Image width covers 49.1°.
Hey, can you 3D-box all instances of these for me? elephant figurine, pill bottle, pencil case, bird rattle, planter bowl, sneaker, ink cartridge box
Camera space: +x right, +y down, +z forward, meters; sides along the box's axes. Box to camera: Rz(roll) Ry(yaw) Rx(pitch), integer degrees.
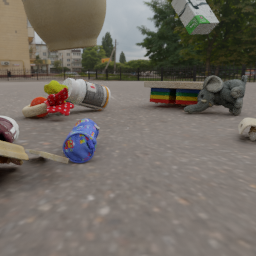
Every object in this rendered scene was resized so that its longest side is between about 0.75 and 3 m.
[{"bbox_3d":[3.539,-1.355,11.344,2.151,1.522,1.669,10,20,24],"label":"elephant figurine"},{"bbox_3d":[-1.776,-1.436,11.888,1.924,1.119,1.119,12,1,-42],"label":"pill bottle"},{"bbox_3d":[-0.935,0.223,5.916,0.670,0.602,1.542,-22,13,2],"label":"pencil case"},{"bbox_3d":[-2.980,-0.802,10.532,1.941,1.341,2.381,-20,25,-2],"label":"bird rattle"},{"bbox_3d":[-1.724,-3.116,8.154,2.419,1.628,2.419,-6,15,2],"label":"planter bowl"},{"bbox_3d":[-3.519,0.154,5.617,2.449,0.927,1.415,-3,15,-18],"label":"sneaker"},{"bbox_3d":[2.461,-4.263,10.350,1.128,1.539,0.639,-17,-17,-34],"label":"ink cartridge box"}]

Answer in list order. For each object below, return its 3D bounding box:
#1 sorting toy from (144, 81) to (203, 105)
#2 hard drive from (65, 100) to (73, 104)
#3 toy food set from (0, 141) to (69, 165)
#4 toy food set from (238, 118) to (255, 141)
[{"bbox_3d":[2.776,-1.642,13.640,2.969,1.039,2.987,8,9,35],"label":"sorting toy"},{"bbox_3d":[-3.011,-1.379,14.782,0.678,0.213,1.004,6,13,28],"label":"hard drive"},{"bbox_3d":[-2.482,0.349,4.249,2.859,0.574,1.974,20,-10,-30],"label":"toy food set"},{"bbox_3d":[3.607,0.132,7.082,1.503,0.454,1.078,12,14,17],"label":"toy food set"}]
